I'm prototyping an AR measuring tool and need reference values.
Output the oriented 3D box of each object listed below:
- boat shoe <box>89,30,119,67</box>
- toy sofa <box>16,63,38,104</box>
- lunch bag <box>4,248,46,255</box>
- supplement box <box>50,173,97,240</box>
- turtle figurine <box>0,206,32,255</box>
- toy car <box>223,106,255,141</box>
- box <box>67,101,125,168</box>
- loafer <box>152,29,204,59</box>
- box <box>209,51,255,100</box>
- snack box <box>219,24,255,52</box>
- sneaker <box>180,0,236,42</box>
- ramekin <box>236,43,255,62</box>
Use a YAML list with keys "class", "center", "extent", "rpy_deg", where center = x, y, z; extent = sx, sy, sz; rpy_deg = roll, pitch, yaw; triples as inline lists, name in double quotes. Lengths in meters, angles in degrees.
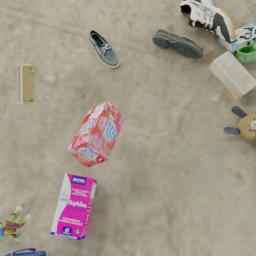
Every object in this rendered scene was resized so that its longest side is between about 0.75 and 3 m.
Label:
- class: "boat shoe"
  center: [-1.036, -3.309, 11.659]
  extent: [0.676, 0.573, 1.856]
  rpy_deg: [-35, 78, -9]
- class: "toy sofa"
  center: [-3.176, -1.354, 8.695]
  extent: [0.608, 0.516, 1.246]
  rpy_deg: [12, 104, 36]
- class: "lunch bag"
  center: [-3.465, 4.586, 9.259]
  extent: [1.647, 1.119, 1.090]
  rpy_deg: [-6, 75, -2]
- class: "supplement box"
  center: [-1.846, 2.723, 9.805]
  extent: [1.041, 1.063, 2.057]
  rpy_deg: [10, 73, 4]
- class: "turtle figurine"
  center: [-3.142, 2.667, 7.422]
  extent: [0.771, 1.071, 1.038]
  rpy_deg: [16, 32, 19]
- class: "toy car"
  center: [4.755, -0.020, 10.354]
  extent: [2.137, 1.686, 1.756]
  rpy_deg: [22, 86, 17]
- class: "box"
  center: [-0.962, 0.180, 8.920]
  extent: [0.935, 0.976, 1.958]
  rpy_deg: [47, 40, -25]
- class: "loafer"
  center: [2.146, -3.593, 11.663]
  extent: [2.212, 0.795, 0.696]
  rpy_deg: [22, 70, 8]
- class: "box"
  center: [4.211, -2.114, 11.274]
  extent: [0.850, 0.696, 1.790]
  rpy_deg: [-33, 78, -8]
- class: "snack box"
  center: [4.771, -3.792, 11.725]
  extent: [1.613, 0.299, 0.937]
  rpy_deg: [-23, 46, -6]
- class: "sneaker"
  center: [3.277, -4.466, 11.729]
  extent: [1.313, 1.133, 2.996]
  rpy_deg: [-32, 62, 7]
- class: "ramekin"
  center: [4.909, -3.094, 11.518]
  extent: [0.855, 0.417, 0.855]
  rpy_deg: [-9, 43, 9]
